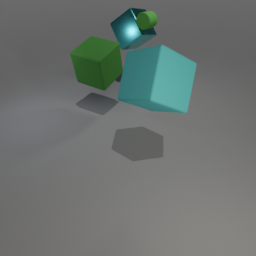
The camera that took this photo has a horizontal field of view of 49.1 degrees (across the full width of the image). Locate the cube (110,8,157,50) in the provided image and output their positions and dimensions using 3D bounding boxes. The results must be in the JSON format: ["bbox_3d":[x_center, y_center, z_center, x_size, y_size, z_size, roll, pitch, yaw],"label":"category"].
[{"bbox_3d":[0.270,-4.782,13.594,1.400,1.400,1.400,-23,2,38],"label":"cube"}]

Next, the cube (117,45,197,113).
[{"bbox_3d":[0.773,-1.255,7.584,1.400,1.400,1.400,14,-3,-39],"label":"cube"}]

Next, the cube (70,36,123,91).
[{"bbox_3d":[-1.199,-2.578,11.105,1.400,1.400,1.400,21,53,24],"label":"cube"}]

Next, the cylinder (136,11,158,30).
[{"bbox_3d":[0.808,-4.636,12.048,0.700,0.700,0.700,20,34,28],"label":"cylinder"}]
